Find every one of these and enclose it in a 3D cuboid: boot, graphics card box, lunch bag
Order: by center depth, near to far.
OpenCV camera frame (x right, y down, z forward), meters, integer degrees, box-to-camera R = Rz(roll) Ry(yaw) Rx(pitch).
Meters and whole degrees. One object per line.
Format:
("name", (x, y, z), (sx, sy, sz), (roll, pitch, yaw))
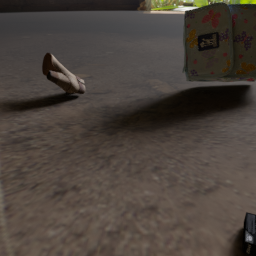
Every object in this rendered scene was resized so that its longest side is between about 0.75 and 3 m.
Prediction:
("graphics card box", (2.144, 1.589, 3.940), (0.975, 0.248, 0.612), (10, 31, 18))
("boot", (-2.191, -1.822, 9.691), (1.335, 0.641, 1.825), (19, 34, -36))
("lunch bag", (3.427, -2.868, 9.779), (2.969, 2.517, 1.887), (0, 2, -3))
